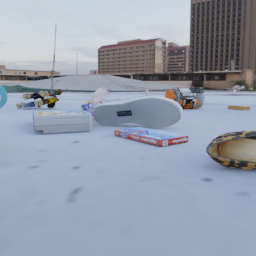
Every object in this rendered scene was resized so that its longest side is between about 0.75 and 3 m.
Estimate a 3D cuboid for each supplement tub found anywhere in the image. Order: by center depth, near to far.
[{"bbox_3d":[2.857,-1.505,14.209,1.803,1.105,1.105,-3,9,-14],"label":"supplement tub"}]

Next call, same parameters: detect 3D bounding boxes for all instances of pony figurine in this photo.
[{"bbox_3d":[-1.092,-0.724,9.953,1.379,1.189,1.428,-35,20,-9],"label":"pony figurine"}]

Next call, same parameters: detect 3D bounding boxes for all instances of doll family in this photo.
[{"bbox_3d":[-4.418,-1.442,14.291,2.601,1.021,1.504,1,13,23],"label":"doll family"}]

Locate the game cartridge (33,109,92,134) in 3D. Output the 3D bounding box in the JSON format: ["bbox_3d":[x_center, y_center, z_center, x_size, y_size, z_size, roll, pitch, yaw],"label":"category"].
[{"bbox_3d":[-1.944,-0.249,8.279,1.658,0.517,2.490,-7,10,-19],"label":"game cartridge"}]

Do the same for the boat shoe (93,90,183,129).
[{"bbox_3d":[0.358,-0.573,8.402,2.659,0.982,1.134,-4,24,23],"label":"boat shoe"}]

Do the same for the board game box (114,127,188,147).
[{"bbox_3d":[0.483,0.175,6.445,0.840,0.159,1.631,-5,10,-37],"label":"board game box"}]

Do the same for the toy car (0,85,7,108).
[{"bbox_3d":[-3.037,-0.841,4.570,1.360,1.475,1.305,17,50,39],"label":"toy car"}]

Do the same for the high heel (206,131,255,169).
[{"bbox_3d":[2.123,0.278,3.675,1.457,0.730,2.043,1,-7,-29],"label":"high heel"}]

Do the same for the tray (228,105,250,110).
[{"bbox_3d":[5.543,-1.009,14.030,0.486,0.183,0.986,-4,9,-26],"label":"tray"}]
